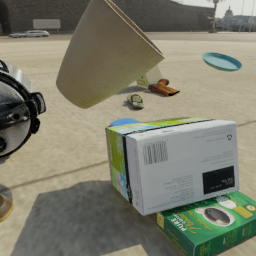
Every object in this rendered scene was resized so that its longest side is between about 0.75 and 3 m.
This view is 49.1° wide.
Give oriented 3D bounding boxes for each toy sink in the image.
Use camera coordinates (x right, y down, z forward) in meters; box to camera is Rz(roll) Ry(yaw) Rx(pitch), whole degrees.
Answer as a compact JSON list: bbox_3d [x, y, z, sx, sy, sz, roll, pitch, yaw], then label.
[{"bbox_3d":[1.067,-2.898,15.641,1.068,1.906,1.242,-43,39,-18],"label":"toy sink"}]

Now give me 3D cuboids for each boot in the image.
[{"bbox_3d":[2.104,-2.165,14.822,1.495,0.544,1.588,-17,28,-37],"label":"boot"}]

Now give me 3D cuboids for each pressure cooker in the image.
[{"bbox_3d":[-3.891,-0.532,8.020,2.625,2.585,2.939,32,9,-26],"label":"pressure cooker"}]

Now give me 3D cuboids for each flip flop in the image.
[{"bbox_3d":[0.368,-1.275,12.683,0.652,0.463,1.607,-3,22,-9],"label":"flip flop"}]

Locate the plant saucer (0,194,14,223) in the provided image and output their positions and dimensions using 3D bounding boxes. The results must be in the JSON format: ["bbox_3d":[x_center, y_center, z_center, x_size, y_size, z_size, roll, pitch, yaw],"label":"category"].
[{"bbox_3d":[-2.963,1.647,5.738,1.147,0.203,1.147,0,21,0],"label":"plant saucer"}]

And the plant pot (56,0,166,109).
[{"bbox_3d":[-0.614,-1.522,6.350,2.004,2.140,2.004,40,18,-16],"label":"plant pot"}]

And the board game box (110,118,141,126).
[{"bbox_3d":[-0.090,-0.080,10.058,0.924,0.228,1.170,-17,22,-26],"label":"board game box"}]

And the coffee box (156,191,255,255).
[{"bbox_3d":[1.594,1.702,5.291,1.888,0.415,1.161,-11,22,-27],"label":"coffee box"}]

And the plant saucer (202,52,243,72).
[{"bbox_3d":[2.338,-1.637,7.006,1.009,0.138,1.009,7,35,-5],"label":"plant saucer"}]

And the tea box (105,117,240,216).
[{"bbox_3d":[0.832,0.616,6.072,2.153,1.439,2.118,-9,7,-19],"label":"tea box"}]
